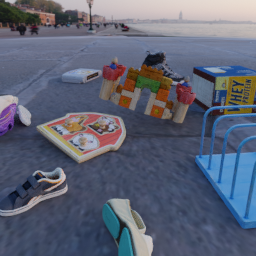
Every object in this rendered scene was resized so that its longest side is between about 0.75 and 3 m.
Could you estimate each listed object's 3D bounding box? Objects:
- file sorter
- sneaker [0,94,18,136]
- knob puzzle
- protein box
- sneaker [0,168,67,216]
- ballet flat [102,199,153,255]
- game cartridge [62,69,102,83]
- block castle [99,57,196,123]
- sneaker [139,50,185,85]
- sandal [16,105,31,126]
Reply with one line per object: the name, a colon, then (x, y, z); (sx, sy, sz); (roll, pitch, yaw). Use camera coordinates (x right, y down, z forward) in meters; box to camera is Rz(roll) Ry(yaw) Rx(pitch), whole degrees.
file sorter: (2.478, 0.550, 5.372); (1.573, 1.391, 2.268); (-3, 23, -6)
sneaker: (-3.834, -0.363, 8.216); (1.121, 1.160, 2.780); (-4, 6, -17)
knob puzzle: (-1.021, -0.029, 7.661); (2.424, 0.336, 2.424); (4, 30, -2)
protein box: (3.652, -1.465, 10.351); (1.985, 1.349, 1.999); (-3, 22, -9)
sneaker: (-1.761, 1.113, 5.159); (1.309, 0.520, 0.513); (-20, 31, -37)
ballet flat: (0.061, 1.567, 4.055); (0.580, 0.580, 1.668); (-6, 23, -15)
game cartridge: (-2.515, -2.817, 14.994); (1.444, 0.450, 2.168); (12, 25, 17)
block castle: (0.631, -1.339, 8.967); (2.891, 1.356, 1.932); (18, 18, 2)
sneaker: (1.828, -2.983, 13.680); (2.420, 1.377, 0.913); (18, 25, 5)
sandal: (-3.423, -0.392, 9.039); (0.321, 0.532, 1.307); (-41, 27, -1)
